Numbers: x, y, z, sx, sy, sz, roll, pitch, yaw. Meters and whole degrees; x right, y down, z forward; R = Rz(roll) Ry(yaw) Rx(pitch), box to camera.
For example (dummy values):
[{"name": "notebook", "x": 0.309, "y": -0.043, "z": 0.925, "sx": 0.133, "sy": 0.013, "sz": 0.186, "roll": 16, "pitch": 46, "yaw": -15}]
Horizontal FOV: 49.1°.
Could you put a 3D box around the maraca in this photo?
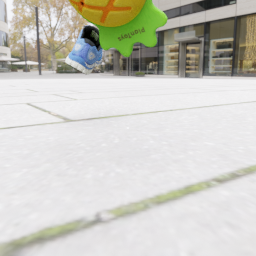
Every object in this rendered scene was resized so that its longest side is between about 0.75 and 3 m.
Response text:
[{"name": "maraca", "x": -0.288, "y": -2.384, "z": 4.778, "sx": 1.652, "sy": 2.410, "sz": 1.289, "roll": -13, "pitch": 32, "yaw": 29}]

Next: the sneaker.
[{"name": "sneaker", "x": -1.037, "y": -2.408, "z": 8.228, "sx": 0.964, "sy": 1.094, "sz": 2.454, "roll": 29, "pitch": 24, "yaw": -14}]
